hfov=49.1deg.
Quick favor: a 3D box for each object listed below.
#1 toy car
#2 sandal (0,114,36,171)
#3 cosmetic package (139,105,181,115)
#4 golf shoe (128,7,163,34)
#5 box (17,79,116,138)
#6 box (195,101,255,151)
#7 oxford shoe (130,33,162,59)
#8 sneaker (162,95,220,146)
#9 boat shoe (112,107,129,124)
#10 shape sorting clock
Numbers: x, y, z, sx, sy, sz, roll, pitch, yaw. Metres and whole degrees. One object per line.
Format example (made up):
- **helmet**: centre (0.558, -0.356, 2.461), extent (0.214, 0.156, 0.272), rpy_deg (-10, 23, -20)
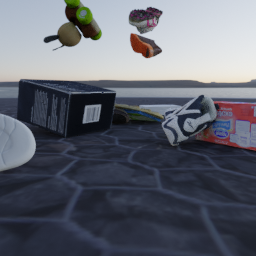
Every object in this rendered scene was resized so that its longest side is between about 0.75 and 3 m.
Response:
- **toy car**: centre (-1.555, -2.590, 7.354), extent (1.408, 1.111, 1.156), rpy_deg (-37, -11, 3)
- **sandal**: centre (-3.149, 0.330, 5.104), extent (2.945, 1.198, 0.724), rpy_deg (1, -29, -4)
- **cosmetic package**: centre (1.777, -1.021, 15.729), extent (2.052, 0.530, 1.547), rpy_deg (-1, 10, -8)
- **golf shoe**: centre (0.526, -3.226, 8.629), extent (0.638, 0.809, 1.757), rpy_deg (30, 35, 17)
- **box**: centre (-2.047, -0.782, 9.524), extent (2.303, 1.452, 2.343), rpy_deg (19, 17, 30)
- **box**: centre (2.896, -0.114, 7.285), extent (1.026, 1.112, 2.167), rpy_deg (-4, 8, -33)
- **oxford shoe**: centre (0.821, -4.103, 13.886), extent (0.852, 0.833, 2.337), rpy_deg (-16, 45, -23)
- **sneaker**: centre (1.765, -0.328, 7.648), extent (1.447, 0.888, 2.223), rpy_deg (-25, 1, 17)
- **boat shoe**: centre (-0.886, -0.424, 11.543), extent (1.935, 0.721, 0.709), rpy_deg (9, 37, 24)
- **shape sorting clock**: centre (0.333, -0.717, 12.157), extent (2.458, 0.482, 2.458), rpy_deg (9, -5, 1)
